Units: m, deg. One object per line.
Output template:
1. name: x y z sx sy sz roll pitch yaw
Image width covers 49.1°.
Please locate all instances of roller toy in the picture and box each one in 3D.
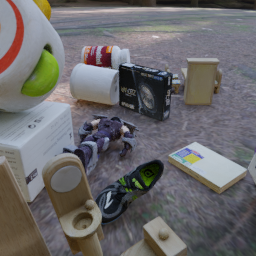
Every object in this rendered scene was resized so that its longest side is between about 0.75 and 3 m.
1. roller toy: -2.926 -1.773 6.556 2.607 2.858 1.997 -16 -9 4

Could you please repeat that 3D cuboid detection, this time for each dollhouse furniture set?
1. dollhouse furniture set: 2.847 -2.332 11.928 2.322 1.760 2.650 0 29 1
2. dollhouse furniture set: -0.514 1.845 3.349 2.794 2.394 2.938 -23 36 -21

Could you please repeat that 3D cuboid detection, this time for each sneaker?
1. sneaker: 0.031 1.246 5.931 1.890 0.783 0.670 -35 75 -23

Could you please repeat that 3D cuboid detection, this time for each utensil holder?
1. utensil holder: -1.223 -1.729 11.228 1.719 1.461 1.461 13 31 17

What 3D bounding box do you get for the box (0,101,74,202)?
1. box: -2.962 0.378 7.248 2.361 1.543 2.348 8 30 14

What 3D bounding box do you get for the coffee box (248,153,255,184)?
1. coffee box: 4.294 0.803 4.450 2.916 2.888 2.920 -2 43 -5

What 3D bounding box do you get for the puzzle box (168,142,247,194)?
1. puzzle box: 2.088 0.992 7.501 1.156 0.221 1.738 -21 35 -32

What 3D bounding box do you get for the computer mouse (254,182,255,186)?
1. computer mouse: 4.551 1.253 6.612 2.691 0.619 1.890 17 34 27

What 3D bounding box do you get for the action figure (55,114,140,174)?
1. action figure: -0.831 0.381 7.879 1.852 0.988 2.847 5 25 27

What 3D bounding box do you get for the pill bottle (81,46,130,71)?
1. pill bottle: -1.128 -3.578 14.539 2.347 1.326 1.326 1 29 9

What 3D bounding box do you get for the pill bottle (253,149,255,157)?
1. pill bottle: 3.798 0.409 7.240 0.829 1.488 0.829 0 29 0

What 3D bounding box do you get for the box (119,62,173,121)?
1. box: 0.584 -1.362 10.247 2.110 1.690 0.459 23 36 34
